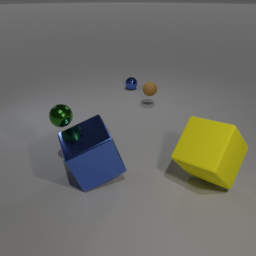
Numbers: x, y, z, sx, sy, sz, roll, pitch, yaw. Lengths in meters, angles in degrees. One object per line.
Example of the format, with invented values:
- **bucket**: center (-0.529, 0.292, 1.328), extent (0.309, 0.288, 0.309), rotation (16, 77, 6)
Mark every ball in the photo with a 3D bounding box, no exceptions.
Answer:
- **ball**: center (0.191, -2.513, 15.787), extent (0.700, 0.700, 0.700), rotation (0, 28, 0)
- **ball**: center (1.062, -1.891, 13.570), extent (0.700, 0.700, 0.700), rotation (0, 28, 0)
- **ball**: center (-2.001, -0.365, 8.364), extent (0.700, 0.700, 0.700), rotation (0, 28, 0)

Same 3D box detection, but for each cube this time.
- **cube**: center (-1.074, 0.723, 8.319), extent (1.400, 1.400, 1.400), rotation (-26, 38, -6)
- **cube**: center (2.357, 0.693, 8.028), extent (1.400, 1.400, 1.400), rotation (17, 73, 43)
